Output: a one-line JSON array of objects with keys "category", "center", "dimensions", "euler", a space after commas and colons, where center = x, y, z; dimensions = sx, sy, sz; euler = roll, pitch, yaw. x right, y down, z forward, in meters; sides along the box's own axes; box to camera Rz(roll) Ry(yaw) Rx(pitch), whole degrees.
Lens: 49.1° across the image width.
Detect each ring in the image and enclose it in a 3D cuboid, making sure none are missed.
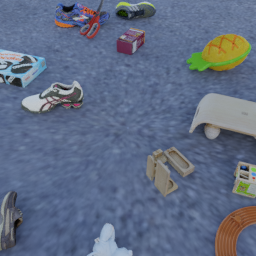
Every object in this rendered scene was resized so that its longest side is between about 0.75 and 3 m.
[{"category": "ring", "center": [2.940, 2.552, 5.570], "dimensions": [2.327, 0.223, 2.327], "euler": [1, 43, 0]}]

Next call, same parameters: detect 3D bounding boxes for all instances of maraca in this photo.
[{"category": "maraca", "center": [3.418, -2.777, 10.625], "dimensions": [2.344, 1.254, 1.607], "euler": [-18, 35, 11]}]

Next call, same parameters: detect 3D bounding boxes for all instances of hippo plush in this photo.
[{"category": "hippo plush", "center": [-0.260, 2.319, 5.414], "dimensions": [0.724, 0.901, 0.717], "euler": [23, 69, 11]}]

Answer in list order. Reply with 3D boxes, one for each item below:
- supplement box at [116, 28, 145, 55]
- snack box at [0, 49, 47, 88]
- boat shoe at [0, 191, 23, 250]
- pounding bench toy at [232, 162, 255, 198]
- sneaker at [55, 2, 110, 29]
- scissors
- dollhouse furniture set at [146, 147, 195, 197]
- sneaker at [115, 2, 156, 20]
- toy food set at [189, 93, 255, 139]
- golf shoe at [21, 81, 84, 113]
[{"category": "supplement box", "center": [0.133, -3.740, 12.073], "dimensions": [0.732, 0.568, 1.326], "euler": [20, 46, 20]}, {"category": "snack box", "center": [-4.618, -2.344, 10.643], "dimensions": [2.559, 0.475, 1.487], "euler": [14, 45, 14]}, {"category": "boat shoe", "center": [-2.510, 1.987, 6.060], "dimensions": [0.471, 0.478, 1.284], "euler": [3, 51, -10]}, {"category": "pounding bench toy", "center": [3.023, 1.258, 6.735], "dimensions": [0.839, 0.521, 0.655], "euler": [14, 44, 14]}, {"category": "sneaker", "center": [-2.257, -5.506, 13.606], "dimensions": [2.738, 1.074, 1.031], "euler": [-1, 44, -1]}, {"category": "scissors", "center": [-1.394, -5.292, 13.260], "dimensions": [0.950, 0.181, 2.596], "euler": [21, 73, 29]}, {"category": "dollhouse furniture set", "center": [1.062, 0.806, 6.925], "dimensions": [1.127, 0.918, 1.072], "euler": [-23, 48, -23]}, {"category": "sneaker", "center": [0.338, -5.905, 14.365], "dimensions": [2.181, 0.806, 0.883], "euler": [5, 49, 17]}, {"category": "toy food set", "center": [3.267, -0.079, 8.121], "dimensions": [2.687, 0.812, 1.928], "euler": [16, 33, 14]}, {"category": "golf shoe", "center": [-2.444, -1.045, 8.971], "dimensions": [2.013, 0.887, 0.777], "euler": [-9, 45, -8]}]
